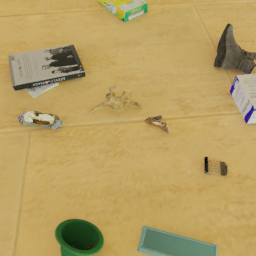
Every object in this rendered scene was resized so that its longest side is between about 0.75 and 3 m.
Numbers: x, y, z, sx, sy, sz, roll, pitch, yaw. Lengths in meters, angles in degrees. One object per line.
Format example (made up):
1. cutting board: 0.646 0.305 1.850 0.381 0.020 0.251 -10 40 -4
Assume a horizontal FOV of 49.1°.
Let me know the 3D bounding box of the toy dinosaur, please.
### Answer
1. toy dinosaur: -0.551 -1.030 10.443 2.084 0.607 1.054 -7 54 -5

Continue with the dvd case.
1. dvd case: -3.397 -2.585 11.631 2.825 0.349 2.123 -15 51 -13

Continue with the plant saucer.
1. plant saucer: 1.340 3.196 7.489 2.095 0.199 0.732 12 53 10

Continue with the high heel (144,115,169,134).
1. high heel: 1.008 -0.063 9.859 0.679 0.340 0.953 -13 44 -12

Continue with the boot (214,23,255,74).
1. boot: 4.771 -3.374 12.171 1.677 0.889 2.548 16 65 8

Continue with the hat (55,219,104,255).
1. hat: -1.475 3.406 7.331 1.309 1.391 1.580 22 14 8

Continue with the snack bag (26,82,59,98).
1. snack bag: -3.561 -1.805 11.298 1.213 0.138 1.287 -34 57 -24

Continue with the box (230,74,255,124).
1. box: 4.889 -1.122 10.304 1.594 0.910 1.734 -6 52 -5

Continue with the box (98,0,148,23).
1. box: -0.409 -6.660 14.701 1.591 0.656 2.712 -31 61 -21

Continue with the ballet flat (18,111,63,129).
1. ballet flat: -3.172 -0.361 9.913 1.693 0.609 0.609 9 53 7

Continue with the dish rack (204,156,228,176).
1. dish rack: 2.808 1.244 8.957 0.760 0.207 0.583 7 54 5
